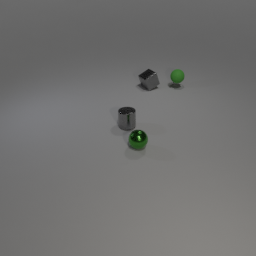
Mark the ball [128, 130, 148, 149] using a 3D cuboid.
[{"bbox_3d":[0.363,0.404,9.931,0.700,0.700,0.700,0,33,0],"label":"ball"}]

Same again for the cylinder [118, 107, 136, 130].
[{"bbox_3d":[-0.038,-0.391,11.106,0.700,0.700,0.700,-1,29,1],"label":"cylinder"}]

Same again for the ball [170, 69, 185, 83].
[{"bbox_3d":[2.469,-2.583,13.984,0.700,0.700,0.700,0,33,0],"label":"ball"}]

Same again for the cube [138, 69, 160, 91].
[{"bbox_3d":[1.055,-2.422,14.067,0.700,0.700,0.700,-35,41,-11],"label":"cube"}]
